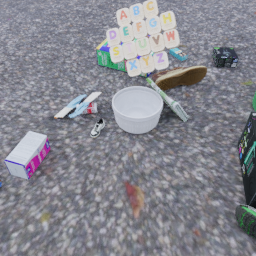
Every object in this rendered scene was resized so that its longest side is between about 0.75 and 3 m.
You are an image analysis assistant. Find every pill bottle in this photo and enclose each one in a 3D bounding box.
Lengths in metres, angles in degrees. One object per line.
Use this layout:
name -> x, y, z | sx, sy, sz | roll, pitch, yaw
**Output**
pill bottle -> -1.749, -0.852, 11.912 | 0.836, 0.469, 0.469 | -4, 45, -4

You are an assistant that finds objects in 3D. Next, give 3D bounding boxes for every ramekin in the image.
ramekin -> 0.383, -0.686, 11.329 | 2.012, 1.056, 2.012 | 0, 45, 0

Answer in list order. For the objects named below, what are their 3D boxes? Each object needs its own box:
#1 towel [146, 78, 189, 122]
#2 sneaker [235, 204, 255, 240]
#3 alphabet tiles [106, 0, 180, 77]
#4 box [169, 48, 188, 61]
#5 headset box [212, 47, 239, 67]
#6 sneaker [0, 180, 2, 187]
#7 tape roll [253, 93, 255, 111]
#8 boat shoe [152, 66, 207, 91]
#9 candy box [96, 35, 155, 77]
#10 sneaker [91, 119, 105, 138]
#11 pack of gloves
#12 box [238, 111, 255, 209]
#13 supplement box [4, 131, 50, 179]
towel -> 1.657, -1.218, 11.647 | 0.311, 1.513, 2.027 | -42, 52, 5
sneaker -> 4.128, 2.829, 8.061 | 2.129, 0.831, 0.907 | 28, 43, 14
alphabet tiles -> 0.493, -3.191, 9.970 | 2.543, 2.487, 0.186 | -10, -1, 18
box -> 2.756, -4.044, 15.308 | 0.429, 0.256, 1.043 | -26, 50, -24
headset box -> 5.115, -3.762, 14.800 | 1.065, 0.568, 1.224 | 1, 45, 1
sneaker -> -4.793, 2.075, 8.835 | 0.701, 0.673, 1.788 | 27, 52, 19
tape roll -> 6.812, -1.061, 11.953 | 2.702, 0.649, 2.702 | -1, 46, 1
boat shoe -> 2.437, -2.566, 13.350 | 2.695, 0.972, 0.970 | -18, 48, -9
candy box -> 0.151, -3.997, 14.651 | 2.858, 1.101, 2.417 | 16, 48, 17
sneaker -> -1.232, -0.017, 11.120 | 0.347, 0.402, 0.917 | 17, 49, 14
pack of gloves -> -2.055, -0.867, 11.852 | 1.477, 0.347, 1.758 | 4, 42, 42
box -> 4.931, 1.073, 9.029 | 2.097, 1.755, 2.823 | 7, 45, 7
supplement box -> -3.500, 0.934, 9.891 | 0.781, 0.765, 1.512 | 13, 46, 13
